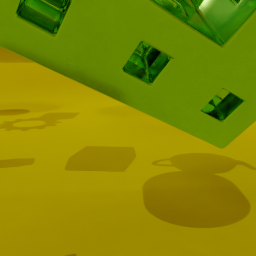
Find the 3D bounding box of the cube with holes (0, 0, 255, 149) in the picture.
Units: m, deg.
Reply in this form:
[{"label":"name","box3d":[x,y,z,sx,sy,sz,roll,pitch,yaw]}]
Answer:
[{"label":"cube with holes","box3d":[0.272,-1.000,1.422,1.343,1.343,1.343,23,36,-23]}]
